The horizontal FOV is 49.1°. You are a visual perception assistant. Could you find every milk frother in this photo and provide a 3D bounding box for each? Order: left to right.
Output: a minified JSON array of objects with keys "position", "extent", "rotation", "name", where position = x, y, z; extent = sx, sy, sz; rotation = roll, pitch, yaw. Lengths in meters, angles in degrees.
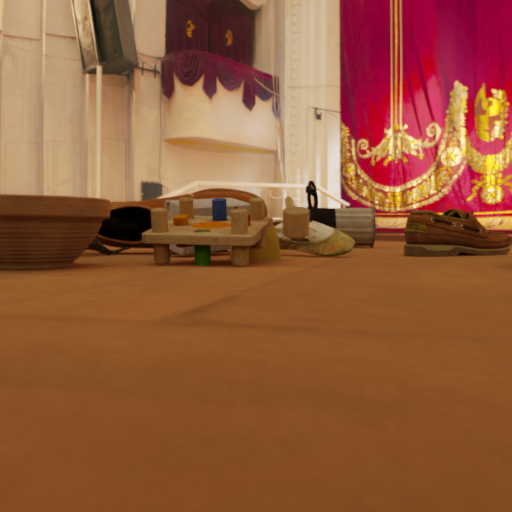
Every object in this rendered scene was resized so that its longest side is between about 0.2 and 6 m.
[{"position":[2.212,-1.147,15.127],"extent":[1.772,1.884,1.700],"rotation":[1,-1,1],"name":"milk frother"}]

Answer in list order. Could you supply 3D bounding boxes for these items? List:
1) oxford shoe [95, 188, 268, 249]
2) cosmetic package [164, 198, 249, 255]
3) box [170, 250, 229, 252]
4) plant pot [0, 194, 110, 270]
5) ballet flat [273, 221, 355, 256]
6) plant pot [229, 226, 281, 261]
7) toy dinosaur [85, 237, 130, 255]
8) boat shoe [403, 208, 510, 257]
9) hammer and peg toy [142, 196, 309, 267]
[{"position":[-1.524,-0.643,11.360],"extent":[3.714,1.325,1.324],"rotation":[-7,6,-8],"name":"oxford shoe"},{"position":[-0.897,-0.581,10.480],"extent":[0.764,0.905,1.694],"rotation":[20,21,38],"name":"cosmetic package"},{"position":[-1.302,-0.672,12.533],"extent":[1.453,1.133,0.299],"rotation":[0,-6,15],"name":"box"},{"position":[-2.936,-0.301,7.326],"extent":[2.011,0.928,2.011],"rotation":[0,4,0],"name":"plant pot"},{"position":[0.921,-0.373,10.244],"extent":[1.819,0.643,0.643],"rotation":[7,7,42],"name":"ballet flat"},{"position":[-0.020,-0.274,9.188],"extent":[0.679,0.695,0.675],"rotation":[0,3,-22],"name":"plant pot"},{"position":[-3.237,-0.227,10.339],"extent":[0.845,0.455,1.916],"rotation":[-19,-23,19],"name":"toy dinosaur"},{"position":[3.995,-0.470,10.825],"extent":[2.682,0.912,0.965],"rotation":[-2,3,-34],"name":"boat shoe"},{"position":[-0.311,-0.372,8.144],"extent":[2.257,0.796,1.660],"rotation":[1,13,11],"name":"hammer and peg toy"}]
